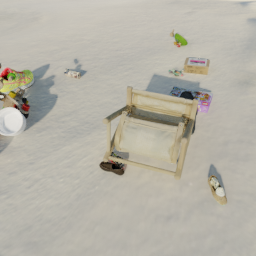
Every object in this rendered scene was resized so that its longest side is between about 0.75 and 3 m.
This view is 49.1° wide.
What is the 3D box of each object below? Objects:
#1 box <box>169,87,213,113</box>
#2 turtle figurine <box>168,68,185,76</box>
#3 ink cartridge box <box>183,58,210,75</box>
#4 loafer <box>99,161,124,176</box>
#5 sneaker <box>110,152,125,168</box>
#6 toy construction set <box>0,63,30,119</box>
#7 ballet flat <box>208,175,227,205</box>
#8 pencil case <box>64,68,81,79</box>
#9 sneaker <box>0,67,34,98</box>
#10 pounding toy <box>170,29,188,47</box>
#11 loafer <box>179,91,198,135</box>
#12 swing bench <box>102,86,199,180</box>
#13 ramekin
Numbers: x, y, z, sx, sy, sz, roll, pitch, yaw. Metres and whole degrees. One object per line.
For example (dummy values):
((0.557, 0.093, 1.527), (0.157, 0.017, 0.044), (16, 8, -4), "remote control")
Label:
((2.823, -1.322, 12.847), (1.891, 0.370, 1.294), (14, 37, 19), "box")
((2.652, -3.034, 15.215), (0.693, 0.466, 0.926), (-3, 17, -29), "turtle figurine")
((3.878, -3.499, 15.819), (1.370, 0.515, 1.129), (8, 37, 13), "ink cartridge box")
((-0.531, 1.258, 9.204), (0.905, 0.323, 0.330), (15, 45, 19), "loafer")
((-0.408, 1.088, 9.487), (0.308, 0.340, 0.800), (-38, 64, -27), "sneaker")
((-5.016, -1.436, 11.457), (2.055, 2.463, 1.893), (1, 29, -13), "toy construction set")
((2.675, 1.826, 8.411), (0.371, 0.344, 1.053), (-7, 36, -10), "ballet flat")
((-2.961, -2.911, 15.055), (0.957, 0.428, 0.372), (18, 61, 23), "pencil case")
((-5.537, -2.452, 13.689), (1.052, 1.216, 2.692), (5, 32, 13), "sneaker")
((3.346, -5.962, 19.131), (1.409, 0.654, 1.087), (40, 5, -3), "pounding toy")
((2.428, -0.821, 11.399), (0.890, 0.884, 2.445), (-1, 43, 8), "loafer")
((0.806, 0.027, 9.425), (2.592, 1.691, 2.606), (13, 36, 14), "swing bench")
((-4.462, -0.209, 10.725), (1.087, 1.087, 0.530), (0, -10, 1), "ramekin")
